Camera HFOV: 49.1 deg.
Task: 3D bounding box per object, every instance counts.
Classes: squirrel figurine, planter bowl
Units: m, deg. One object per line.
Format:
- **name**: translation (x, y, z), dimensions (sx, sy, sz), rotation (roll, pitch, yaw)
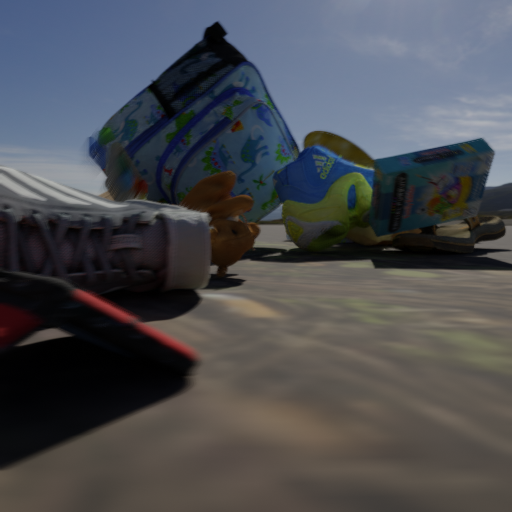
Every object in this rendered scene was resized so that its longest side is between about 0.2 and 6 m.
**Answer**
- **squirrel figurine**: translation (-0.508, -0.208, 5.433), dimensions (1.120, 0.792, 1.045), rotation (-11, 33, -6)
- **planter bowl**: translation (1.746, -1.566, 12.113), dimensions (2.309, 2.309, 0.962), rotation (-3, -36, -39)

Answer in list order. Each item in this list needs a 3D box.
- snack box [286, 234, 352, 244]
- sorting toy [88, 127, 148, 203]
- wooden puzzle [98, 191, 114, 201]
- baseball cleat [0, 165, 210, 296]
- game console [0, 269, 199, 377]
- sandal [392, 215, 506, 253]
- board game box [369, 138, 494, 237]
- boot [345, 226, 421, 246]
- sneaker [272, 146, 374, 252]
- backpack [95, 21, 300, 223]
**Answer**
- **snack box**: translation (2.062, -0.689, 13.819), dimensions (1.757, 0.654, 2.470), rotation (-2, 4, -24)
- **sorting toy**: translation (-2.035, -1.153, 9.186), dimensions (0.292, 2.142, 1.206), rotation (-18, 41, 11)
- **wooden puzzle**: translation (-2.769, -0.940, 12.590), dimensions (1.625, 0.327, 1.756), rotation (30, 25, -1)
- **baseball cleat**: translation (-1.084, -0.134, 3.548), dimensions (1.401, 0.918, 2.633), rotation (1, 5, 16)
- **game console**: translation (-0.891, 0.381, 1.955), dimensions (1.042, 0.618, 0.898), rotation (5, -25, 48)
- **sandal**: translation (3.367, -0.553, 9.699), dimensions (1.268, 0.852, 3.156), rotation (1, 10, 44)
- **board game box**: translation (2.626, -1.015, 8.543), dimensions (1.686, 1.272, 0.396), rotation (-12, 46, -5)
- **boot**: translation (2.056, -0.576, 11.299), dimensions (2.275, 0.801, 1.629), rotation (9, -2, -22)
- **sneaker**: translation (1.745, -1.301, 9.741), dimensions (3.429, 1.801, 1.299), rotation (-16, -22, -35)
- **backpack**: translation (-1.145, -1.995, 11.395), dimensions (3.717, 2.731, 3.401), rotation (-36, -38, 1)
